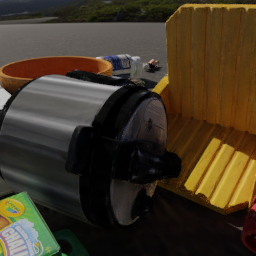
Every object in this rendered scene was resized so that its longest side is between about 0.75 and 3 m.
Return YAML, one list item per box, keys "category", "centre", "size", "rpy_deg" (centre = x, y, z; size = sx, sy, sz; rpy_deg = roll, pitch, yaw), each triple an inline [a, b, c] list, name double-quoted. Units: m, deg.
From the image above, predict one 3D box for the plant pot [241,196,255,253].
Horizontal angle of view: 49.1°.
- category: "plant pot"
  centre: [2.102, 1.357, 3.949]
  size: [0.834, 0.834, 0.760]
  rpy_deg: [13, 53, 26]

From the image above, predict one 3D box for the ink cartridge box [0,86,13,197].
- category: "ink cartridge box"
  centre: [-2.890, 0.090, 5.917]
  size: [0.994, 1.726, 2.365]
  rpy_deg: [-18, 30, -32]

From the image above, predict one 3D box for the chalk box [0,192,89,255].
- category: "chalk box"
  centre: [-1.413, 1.646, 3.171]
  size: [1.919, 1.189, 1.198]
  rpy_deg: [-18, 31, -33]

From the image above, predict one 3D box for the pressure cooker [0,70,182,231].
- category: "pressure cooker"
  centre: [-0.448, 0.373, 4.654]
  size: [2.662, 2.378, 2.341]
  rpy_deg: [12, 40, 26]

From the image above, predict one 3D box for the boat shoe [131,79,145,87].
- category: "boat shoe"
  centre: [0.358, -1.549, 10.891]
  size: [0.554, 0.545, 1.486]
  rpy_deg: [-3, 3, 13]

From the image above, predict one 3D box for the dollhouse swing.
- category: "dollhouse swing"
  centre: [1.393, -0.445, 5.094]
  size: [2.869, 2.522, 2.607]
  rpy_deg: [19, 56, 34]

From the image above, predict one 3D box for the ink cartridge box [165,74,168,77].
- category: "ink cartridge box"
  centre: [2.258, -2.091, 12.133]
  size: [1.061, 0.447, 0.767]
  rpy_deg: [23, 33, 40]

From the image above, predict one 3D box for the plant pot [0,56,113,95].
- category: "plant pot"
  centre: [-1.766, -0.694, 7.361]
  size: [2.742, 1.919, 2.742]
  rpy_deg: [1, 25, 0]

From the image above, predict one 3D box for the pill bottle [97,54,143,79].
- category: "pill bottle"
  centre: [-0.420, -2.714, 12.654]
  size: [2.048, 1.137, 1.137]
  rpy_deg: [-12, 27, -24]

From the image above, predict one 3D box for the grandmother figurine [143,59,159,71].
- category: "grandmother figurine"
  centre: [1.154, -3.358, 14.947]
  size: [0.870, 0.434, 1.435]
  rpy_deg: [1, 21, 25]
